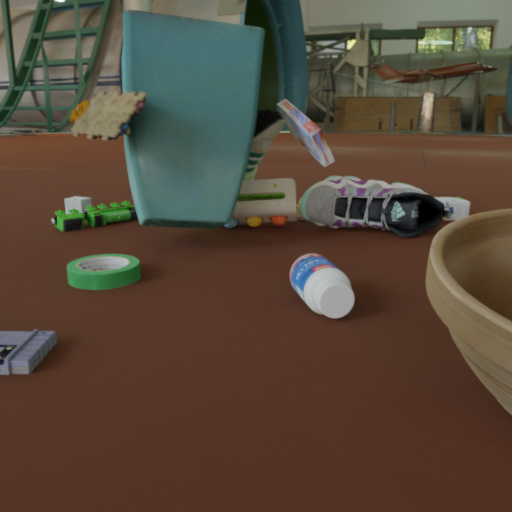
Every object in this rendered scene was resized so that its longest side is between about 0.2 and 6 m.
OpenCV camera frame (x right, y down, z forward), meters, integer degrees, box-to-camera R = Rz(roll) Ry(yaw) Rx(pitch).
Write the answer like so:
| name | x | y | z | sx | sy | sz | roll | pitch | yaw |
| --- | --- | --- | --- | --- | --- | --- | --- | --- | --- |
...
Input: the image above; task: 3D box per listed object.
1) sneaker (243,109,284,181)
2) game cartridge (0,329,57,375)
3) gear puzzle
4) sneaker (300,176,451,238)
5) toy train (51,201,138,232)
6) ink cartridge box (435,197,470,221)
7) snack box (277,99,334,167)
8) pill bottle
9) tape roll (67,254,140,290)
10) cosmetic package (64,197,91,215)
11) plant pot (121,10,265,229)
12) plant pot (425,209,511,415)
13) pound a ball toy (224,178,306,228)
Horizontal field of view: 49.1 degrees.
| name | x | y | z | sx | sy | sz | roll | pitch | yaw |
| --- | --- | --- | --- | --- | --- | --- | --- | --- | --- |
| sneaker | -0.204 | -2.187 | 12.170 | 1.072 | 2.293 | 0.807 | 39 | 19 | -44 |
| game cartridge | -2.929 | 1.029 | 6.090 | 1.250 | 0.240 | 0.811 | 0 | 12 | 1 |
| gear puzzle | -2.530 | -2.262 | 9.175 | 1.896 | 0.982 | 0.248 | 16 | -21 | 42 |
| sneaker | 2.543 | -0.983 | 11.438 | 2.964 | 1.152 | 2.073 | -5 | 16 | -14 |
| toy train | -3.521 | -0.876 | 12.497 | 2.018 | 0.421 | 0.569 | -14 | 31 | -41 |
| ink cartridge box | 4.367 | -1.116 | 13.190 | 1.049 | 0.459 | 0.762 | 1 | 15 | 0 |
| snack box | 0.908 | -2.379 | 10.680 | 0.244 | 0.721 | 2.007 | -29 | 34 | 1 |
| pill bottle | 0.890 | 0.408 | 7.473 | 0.638 | 0.638 | 1.137 | -4 | 16 | -12 |
| tape roll | -2.377 | 0.238 | 8.768 | 1.102 | 0.265 | 1.102 | 0 | 15 | 0 |
| cosmetic package | -4.307 | -1.199 | 13.578 | 0.490 | 0.404 | 0.404 | 6 | 17 | 20 |
| plant pot | -1.300 | -2.247 | 10.440 | 2.396 | 3.390 | 2.395 | 1 | -2 | -14 |
| plant pot | 2.886 | 0.692 | 4.797 | 2.879 | 1.329 | 2.879 | -1 | 26 | 0 |
| pound a ball toy | 0.137 | -1.008 | 12.427 | 2.174 | 0.923 | 1.418 | -2 | -15 | 4 |
